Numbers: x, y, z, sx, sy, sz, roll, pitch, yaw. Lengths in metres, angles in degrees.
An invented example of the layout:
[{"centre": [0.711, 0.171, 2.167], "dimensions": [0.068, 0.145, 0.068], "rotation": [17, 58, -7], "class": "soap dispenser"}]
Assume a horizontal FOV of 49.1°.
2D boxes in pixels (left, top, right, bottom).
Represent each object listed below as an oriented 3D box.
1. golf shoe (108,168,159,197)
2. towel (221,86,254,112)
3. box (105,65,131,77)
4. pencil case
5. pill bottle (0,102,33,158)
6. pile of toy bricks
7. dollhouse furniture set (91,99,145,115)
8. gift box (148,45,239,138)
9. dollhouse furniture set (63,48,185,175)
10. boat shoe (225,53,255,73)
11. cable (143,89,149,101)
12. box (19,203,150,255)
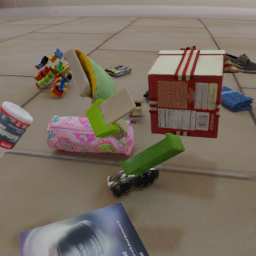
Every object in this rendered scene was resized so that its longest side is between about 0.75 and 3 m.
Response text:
[{"centre": [0.122, 1.154, 6.725], "dimensions": [1.303, 0.506, 0.615], "rotation": [-12, 31, -23], "class": "golf shoe"}, {"centre": [3.974, -1.217, 11.048], "dimensions": [1.008, 0.438, 1.805], "rotation": [-11, 31, -17], "class": "towel"}, {"centre": [-0.509, -2.892, 14.242], "dimensions": [0.870, 0.265, 1.080], "rotation": [28, 39, 36], "class": "box"}, {"centre": [-1.018, 0.190, 7.897], "dimensions": [2.416, 1.056, 1.056], "rotation": [4, 29, 10], "class": "pencil case"}, {"centre": [-2.016, 0.077, 4.535], "dimensions": [0.537, 0.899, 0.537], "rotation": [37, 4, -3], "class": "pill bottle"}, {"centre": [-3.481, -2.301, 12.369], "dimensions": [1.422, 1.598, 2.880], "rotation": [-33, 33, 22], "class": "pile of toy bricks"}, {"centre": [-0.287, -0.956, 9.136], "dimensions": [1.796, 1.129, 2.030], "rotation": [-1, 6, -3], "class": "dollhouse furniture set"}, {"centre": [1.470, -0.783, 6.271], "dimensions": [1.810, 1.670, 1.690], "rotation": [8, 35, 14], "class": "gift box"}, {"centre": [-0.084, -0.500, 4.963], "dimensions": [1.268, 0.979, 2.537], "rotation": [18, 43, -61], "class": "dollhouse furniture set"}, {"centre": [5.904, -3.437, 14.648], "dimensions": [2.221, 0.814, 0.827], "rotation": [17, 33, 28], "class": "boat shoe"}, {"centre": [1.582, -1.365, 11.376], "dimensions": [1.651, 0.514, 2.024], "rotation": [26, 35, 30], "class": "cable"}, {"centre": [-0.580, 2.265, 4.133], "dimensions": [1.754, 1.089, 1.768], "rotation": [-13, 31, -19], "class": "box"}]
